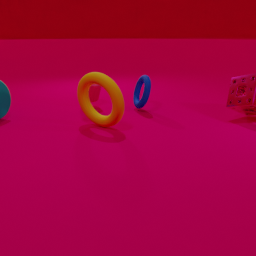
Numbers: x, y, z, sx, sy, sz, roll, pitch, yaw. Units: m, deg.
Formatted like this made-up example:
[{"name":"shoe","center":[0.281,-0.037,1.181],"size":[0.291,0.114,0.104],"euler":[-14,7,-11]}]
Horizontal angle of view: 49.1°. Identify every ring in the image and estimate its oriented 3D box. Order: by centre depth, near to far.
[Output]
[{"name":"ring","center":[-0.842,-0.826,8.410],"size":[1.728,1.728,0.346],"euler":[13,33,33]},{"name":"ring","center":[0.508,-1.332,10.303],"size":[0.251,1.253,1.253],"euler":[11,16,-19]}]

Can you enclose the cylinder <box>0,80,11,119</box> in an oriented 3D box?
[{"name":"cylinder","center":[-4.791,-0.933,9.089],"size":[1.337,1.337,1.337],"euler":[3,19,24]}]

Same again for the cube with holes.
[{"name":"cube with holes","center":[4.081,-1.065,9.197],"size":[1.051,1.051,1.051],"euler":[16,-8,-27]}]

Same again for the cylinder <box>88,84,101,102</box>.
[{"name":"cylinder","center":[-1.424,-1.489,10.718],"size":[0.743,0.743,0.743],"euler":[11,38,-9]}]
